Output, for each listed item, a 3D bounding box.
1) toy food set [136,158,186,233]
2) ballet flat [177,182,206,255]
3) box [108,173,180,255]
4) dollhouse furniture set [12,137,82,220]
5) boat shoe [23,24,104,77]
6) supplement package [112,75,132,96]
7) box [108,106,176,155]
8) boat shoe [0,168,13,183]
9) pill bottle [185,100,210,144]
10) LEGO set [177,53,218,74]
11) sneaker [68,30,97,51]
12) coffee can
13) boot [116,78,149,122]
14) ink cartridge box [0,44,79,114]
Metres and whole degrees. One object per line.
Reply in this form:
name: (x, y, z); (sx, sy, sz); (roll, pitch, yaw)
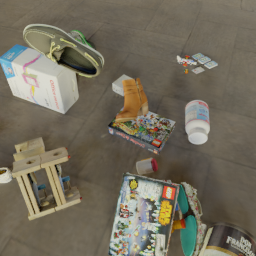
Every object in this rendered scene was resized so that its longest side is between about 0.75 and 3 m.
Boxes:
toy food set: (1.030, 1.981, 9.107); (1.190, 1.263, 2.645); (-15, 50, 16)
ballet flat: (2.077, 2.861, 8.911); (0.783, 0.927, 2.450); (17, 49, -22)
box: (0.462, 2.689, 8.199); (1.677, 0.489, 2.450); (9, 88, 17)
dollhouse furniture set: (-2.845, 1.517, 9.813); (1.746, 1.756, 2.492); (-16, 21, -14)
boat shoe: (-2.201, -2.627, 9.581); (2.900, 1.036, 0.867); (22, 32, -15)
supplement package: (-0.205, -2.041, 13.358); (0.671, 0.478, 0.862); (31, 57, 25)
box: (0.570, -0.034, 11.634); (2.356, 0.444, 1.609); (23, 53, 19)
boat shoe: (-5.068, 1.707, 10.011); (1.721, 0.601, 0.610); (-4, 49, -4)
pill bottle: (2.839, -0.237, 11.470); (0.956, 0.956, 1.758); (5, 50, 5)
LEGO set: (3.513, -3.457, 14.637); (1.917, 0.471, 1.432); (-24, 50, -20)
sneaker: (-2.710, -4.580, 15.297); (0.988, 0.905, 2.320); (-31, 56, -24)
coffee can: (2.582, 3.783, 7.577); (1.416, 1.416, 1.935); (23, 49, 19)
boot: (0.049, -0.791, 7.702); (0.545, 1.103, 1.421); (-6, 11, 44)
ink cartridge box: (-3.820, -2.143, 12.342); (2.958, 2.138, 1.252); (19, 51, 15)
